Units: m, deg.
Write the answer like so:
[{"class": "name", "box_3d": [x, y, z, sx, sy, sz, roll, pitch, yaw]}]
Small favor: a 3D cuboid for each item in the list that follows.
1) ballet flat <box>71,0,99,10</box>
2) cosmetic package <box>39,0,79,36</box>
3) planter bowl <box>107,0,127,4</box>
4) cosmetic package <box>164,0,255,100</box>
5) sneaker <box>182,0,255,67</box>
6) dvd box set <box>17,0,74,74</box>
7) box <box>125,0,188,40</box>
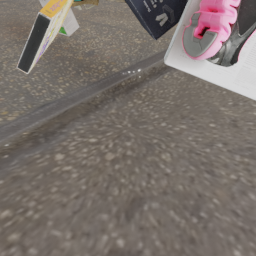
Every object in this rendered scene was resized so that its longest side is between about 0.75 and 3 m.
[{"class": "ballet flat", "box_3d": [-1.257, -3.473, 7.832, 0.931, 0.304, 0.328, -9, 32, -1]}, {"class": "cosmetic package", "box_3d": [-2.327, -3.914, 9.469, 0.758, 1.409, 0.598, 27, 68, 35]}, {"class": "planter bowl", "box_3d": [-0.495, -3.998, 6.547, 2.503, 1.684, 2.503, 8, 29, -4]}, {"class": "cosmetic package", "box_3d": [2.022, -1.505, 4.604, 2.361, 1.780, 0.610, 22, 26, -3]}, {"class": "sneaker", "box_3d": [1.594, -1.775, 3.793, 0.996, 2.089, 0.825, 18, 18, -34]}, {"class": "dvd box set", "box_3d": [-1.114, -1.461, 3.981, 0.188, 0.938, 1.282, 29, 41, -17]}, {"class": "box", "box_3d": [0.634, -2.863, 5.382, 1.550, 1.524, 0.910, -36, 44, 11]}]
